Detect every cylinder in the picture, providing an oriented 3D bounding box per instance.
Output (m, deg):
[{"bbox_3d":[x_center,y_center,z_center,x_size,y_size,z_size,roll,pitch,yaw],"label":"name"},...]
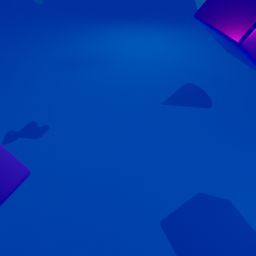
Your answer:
[{"bbox_3d":[-2.274,0.701,4.092,1.172,1.172,1.172,44,45,-9],"label":"cylinder"}]

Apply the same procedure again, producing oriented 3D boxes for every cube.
[{"bbox_3d":[2.258,-1.903,4.839,1.322,1.322,1.322,24,25,-40],"label":"cube"}]

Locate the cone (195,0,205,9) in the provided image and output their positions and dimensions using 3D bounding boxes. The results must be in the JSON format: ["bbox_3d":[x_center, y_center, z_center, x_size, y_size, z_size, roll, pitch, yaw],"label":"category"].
[{"bbox_3d":[2.273,-4.800,8.775,1.569,1.563,1.563,29,31,-26],"label":"cone"}]

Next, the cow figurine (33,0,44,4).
[{"bbox_3d":[-2.531,-3.682,7.344,1.119,0.614,1.101,-7,1,22],"label":"cow figurine"}]
